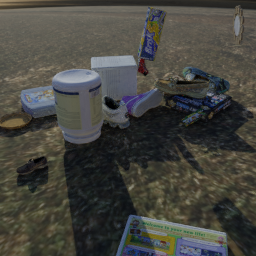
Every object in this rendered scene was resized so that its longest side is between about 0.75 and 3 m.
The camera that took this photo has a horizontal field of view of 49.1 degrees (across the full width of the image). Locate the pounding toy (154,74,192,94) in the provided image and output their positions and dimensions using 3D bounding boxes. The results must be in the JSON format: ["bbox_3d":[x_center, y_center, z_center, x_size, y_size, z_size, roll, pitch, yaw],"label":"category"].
[{"bbox_3d":[2.286,-2.425,14.129,1.886,1.082,1.078,-1,34,-2],"label":"pounding toy"}]

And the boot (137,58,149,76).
[{"bbox_3d":[0.754,-2.838,12.738,0.329,0.908,0.655,-25,53,-33],"label":"boot"}]

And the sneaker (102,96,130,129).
[{"bbox_3d":[-1.111,-0.854,11.393,2.597,1.149,0.962,12,33,22],"label":"sneaker"}]

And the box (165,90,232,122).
[{"bbox_3d":[3.162,-1.195,12.556,2.151,0.535,2.135,26,40,36],"label":"box"}]

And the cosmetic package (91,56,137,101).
[{"bbox_3d":[-0.678,-2.395,13.427,2.061,1.698,1.700,-4,31,-6],"label":"cosmetic package"}]

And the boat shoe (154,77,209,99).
[{"bbox_3d":[2.345,-1.904,12.331,2.362,0.740,0.866,11,32,5],"label":"boat shoe"}]

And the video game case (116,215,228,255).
[{"bbox_3d":[0.888,2.856,5.822,2.306,0.254,2.099,7,31,13],"label":"video game case"}]

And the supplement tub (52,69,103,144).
[{"bbox_3d":[-1.739,-0.776,10.041,1.671,2.305,1.671,0,30,0],"label":"supplement tub"}]

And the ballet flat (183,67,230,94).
[{"bbox_3d":[3.677,-2.362,14.216,1.085,1.085,2.923,-21,33,-32],"label":"ballet flat"}]

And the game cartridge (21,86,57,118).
[{"bbox_3d":[-3.948,-1.252,12.746,1.694,0.528,2.544,-11,31,-26],"label":"game cartridge"}]

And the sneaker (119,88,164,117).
[{"bbox_3d":[0.549,-1.324,12.525,1.308,0.832,2.295,21,36,37],"label":"sneaker"}]

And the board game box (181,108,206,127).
[{"bbox_3d":[2.620,-0.424,11.185,0.922,0.108,0.483,-31,32,7],"label":"board game box"}]

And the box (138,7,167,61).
[{"bbox_3d":[0.935,-3.719,11.155,0.682,1.948,0.626,9,26,-10],"label":"box"}]

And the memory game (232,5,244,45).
[{"bbox_3d":[3.043,-2.824,7.733,0.067,1.048,1.048,-4,30,6],"label":"memory game"}]

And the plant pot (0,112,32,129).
[{"bbox_3d":[-4.575,-0.291,11.349,1.316,0.181,1.316,1,30,0],"label":"plant pot"}]

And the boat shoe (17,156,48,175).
[{"bbox_3d":[-2.992,1.120,8.715,0.978,0.358,0.364,-21,36,-32],"label":"boat shoe"}]
